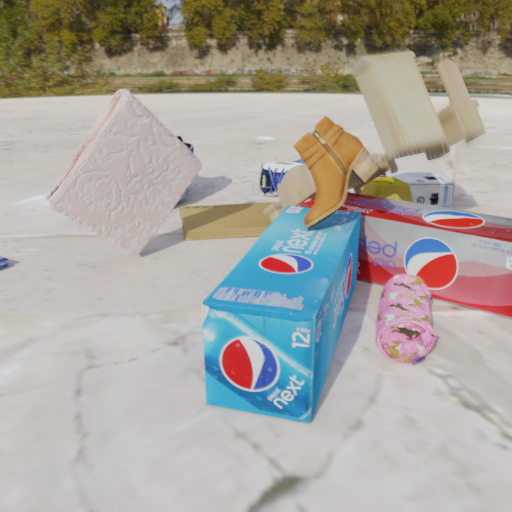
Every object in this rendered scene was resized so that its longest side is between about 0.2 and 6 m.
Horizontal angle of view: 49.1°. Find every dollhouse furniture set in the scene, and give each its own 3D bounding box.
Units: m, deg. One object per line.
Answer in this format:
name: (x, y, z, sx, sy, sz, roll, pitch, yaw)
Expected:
dollhouse furniture set: (2.069, -2.375, 11.649, 3.203, 1.834, 3.755, -16, -7, -28)

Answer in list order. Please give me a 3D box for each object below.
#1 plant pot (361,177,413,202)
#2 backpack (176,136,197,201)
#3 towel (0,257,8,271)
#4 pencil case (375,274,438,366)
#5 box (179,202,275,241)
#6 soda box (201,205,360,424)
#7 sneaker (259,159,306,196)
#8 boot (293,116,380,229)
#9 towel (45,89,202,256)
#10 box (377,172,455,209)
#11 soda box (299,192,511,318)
plant pot: (3.091, -1.297, 13.547, 1.214, 1.070, 1.214, -6, 21, -13)
backpack: (-2.914, -2.230, 14.829, 2.179, 1.848, 2.455, 2, 12, 16)
towel: (-5.963, 0.313, 10.504, 1.522, 0.247, 2.073, 10, 21, 30)
pencil case: (2.210, 0.879, 8.306, 0.787, 0.753, 1.819, 32, 24, 1)
box: (-0.545, -0.870, 13.543, 2.519, 0.268, 2.059, -3, 22, -10)
soda box: (0.593, 0.518, 8.226, 1.368, 1.446, 4.262, 6, 22, 16)
sneaker: (1.019, -2.066, 15.739, 1.641, 1.148, 2.841, -11, 16, -18)
boot: (0.978, -1.269, 8.514, 1.186, 1.527, 0.586, 45, 6, 1)
towel: (-2.386, -1.443, 10.558, 0.411, 2.435, 2.549, 32, -4, 33)
box: (4.055, -1.821, 15.403, 2.383, 0.716, 1.390, 0, 21, 2)
soda box: (2.828, -0.185, 10.265, 4.117, 1.305, 1.441, 14, 26, 35)
